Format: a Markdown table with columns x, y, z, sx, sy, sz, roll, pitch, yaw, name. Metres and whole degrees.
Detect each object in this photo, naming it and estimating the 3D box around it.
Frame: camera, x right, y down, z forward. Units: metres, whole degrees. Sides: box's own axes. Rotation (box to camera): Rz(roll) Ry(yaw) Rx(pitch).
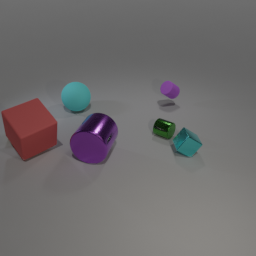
| x | y | z | sx | sy | sz | roll | pitch | yaw | name |
| --- | --- | --- | --- | --- | --- | --- | --- | --- | --- |
| -2.494 | -1.510 | 13.478 | 1.400 | 1.400 | 1.400 | 0 | 30 | 0 | ball |
| 2.203 | 0.538 | 10.425 | 0.700 | 0.700 | 0.700 | 29 | 24 | -20 | cube |
| -1.213 | 0.357 | 10.274 | 1.400 | 1.400 | 1.400 | 7 | 31 | 13 | cylinder |
| -3.548 | 0.032 | 10.207 | 1.400 | 1.400 | 1.400 | -28 | 64 | -32 | cube |
| 2.049 | -1.854 | 13.644 | 0.700 | 0.700 | 0.700 | 21 | 9 | -45 | cylinder |
| 1.499 | 0.020 | 11.556 | 0.700 | 0.700 | 0.700 | 21 | 36 | 31 | cylinder |
